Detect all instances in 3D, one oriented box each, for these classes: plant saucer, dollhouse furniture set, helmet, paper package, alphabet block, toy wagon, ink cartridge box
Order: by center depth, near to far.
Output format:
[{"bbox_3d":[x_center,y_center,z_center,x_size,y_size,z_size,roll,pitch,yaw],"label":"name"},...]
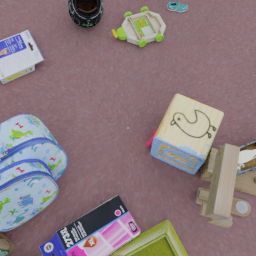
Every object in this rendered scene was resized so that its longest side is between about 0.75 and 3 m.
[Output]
[{"bbox_3d":[-5.084,3.633,7.831,2.471,1.341,2.593,34,70,14],"label":"paper package"},{"bbox_3d":[3.294,1.741,8.076,2.002,2.457,2.337,15,68,6],"label":"dollhouse furniture set"},{"bbox_3d":[0.814,4.069,8.103,2.113,0.507,2.116,-25,68,-10],"label":"plant saucer"},{"bbox_3d":[-1.131,3.277,8.304,2.796,0.518,1.324,-29,63,-15],"label":"ink cartridge box"},{"bbox_3d":[1.861,0.235,9.139,1.704,1.713,1.744,24,68,9],"label":"alphabet block"},{"bbox_3d":[-4.490,-2.886,11.233,1.854,0.436,1.833,-26,67,-13],"label":"ink cartridge box"},{"bbox_3d":[-1.741,-4.967,11.533,1.595,1.521,1.595,-2,99,-12],"label":"helmet"},{"bbox_3d":[0.405,-4.169,11.772,2.236,0.442,1.735,-20,67,-8],"label":"toy wagon"}]

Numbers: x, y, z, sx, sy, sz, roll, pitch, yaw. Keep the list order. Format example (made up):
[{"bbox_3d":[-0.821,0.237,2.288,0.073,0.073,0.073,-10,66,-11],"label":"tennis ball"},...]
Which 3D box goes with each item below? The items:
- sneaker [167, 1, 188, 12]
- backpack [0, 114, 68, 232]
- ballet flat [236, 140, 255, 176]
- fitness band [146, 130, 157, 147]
[{"bbox_3d":[2.192,-5.348,12.325,0.934,0.372,0.362,5,67,1],"label":"sneaker"},{"bbox_3d":[-3.224,1.324,8.015,2.985,2.732,2.194,-38,62,-17],"label":"backpack"},{"bbox_3d":[4.196,0.882,9.167,2.859,1.061,1.061,-21,68,-13],"label":"ballet flat"},{"bbox_3d":[0.831,0.368,9.590,0.144,0.771,0.553,30,66,1],"label":"fitness band"}]
